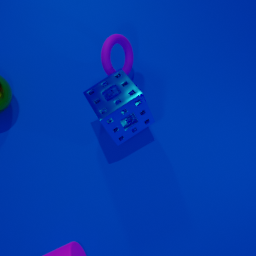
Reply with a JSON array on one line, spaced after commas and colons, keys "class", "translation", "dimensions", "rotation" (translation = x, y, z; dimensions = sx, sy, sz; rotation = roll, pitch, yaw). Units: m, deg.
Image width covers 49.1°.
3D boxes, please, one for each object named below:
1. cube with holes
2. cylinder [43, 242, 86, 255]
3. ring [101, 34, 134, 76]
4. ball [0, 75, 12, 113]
[{"class": "cube with holes", "translation": [-0.248, -0.593, 8.037], "dimensions": [1.308, 1.308, 1.308], "rotation": [-33, 50, -2]}, {"class": "cylinder", "translation": [-1.704, 3.706, 7.345], "dimensions": [1.053, 1.053, 1.053], "rotation": [-26, 77, 4]}, {"class": "ring", "translation": [-0.299, -2.130, 8.464], "dimensions": [0.270, 1.350, 1.350], "rotation": [10, 73, 38]}, {"class": "ball", "translation": [-4.208, -1.033, 8.453], "dimensions": [1.326, 1.326, 1.326], "rotation": [0, 76, 0]}]
